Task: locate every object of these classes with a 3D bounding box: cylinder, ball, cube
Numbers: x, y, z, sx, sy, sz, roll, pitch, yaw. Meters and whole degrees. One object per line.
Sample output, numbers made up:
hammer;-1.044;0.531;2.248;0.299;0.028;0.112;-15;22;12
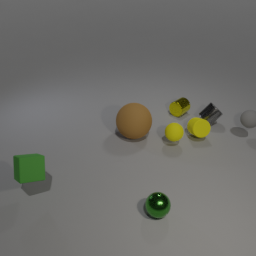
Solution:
cylinder;2.742;-0.029;10.881;0.700;0.700;0.700;-4;9;-7
cylinder;2.320;-0.942;12.555;0.700;0.700;0.700;26;41;36
ball;1.713;0.152;10.390;0.700;0.700;0.700;0;32;0
cylinder;3.436;-0.586;11.645;0.700;0.700;0.700;39;19;-16
ball;4.628;-0.341;10.614;0.700;0.700;0.700;0;32;0
ball;0.230;-0.274;10.808;1.400;1.400;1.400;0;32;0
cube;-2.802;1.126;7.937;0.700;0.700;0.700;-3;3;-34
ball;0.822;2.108;7.676;0.700;0.700;0.700;0;32;0
